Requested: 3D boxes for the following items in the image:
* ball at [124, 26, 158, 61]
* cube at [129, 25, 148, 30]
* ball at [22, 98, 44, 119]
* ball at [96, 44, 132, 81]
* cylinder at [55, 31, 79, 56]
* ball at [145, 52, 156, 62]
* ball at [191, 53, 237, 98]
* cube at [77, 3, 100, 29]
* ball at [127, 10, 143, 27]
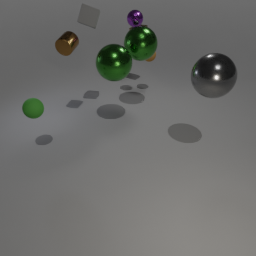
[{"bbox_3d":[0.527,-3.503,11.620,1.400,1.400,1.400,0,31,0],"label":"ball"},{"bbox_3d":[0.574,-4.936,14.604,0.700,0.700,0.700,20,46,33],"label":"cube"},{"bbox_3d":[-3.191,-0.662,9.432,0.700,0.700,0.700,0,31,0],"label":"ball"},{"bbox_3d":[-0.533,-2.484,10.683,1.400,1.400,1.400,0,31,0],"label":"ball"},{"bbox_3d":[-2.337,-3.250,10.769,0.700,0.700,0.700,9,45,14],"label":"cylinder"},{"bbox_3d":[1.054,-3.664,13.968,0.700,0.700,0.700,0,31,0],"label":"ball"},{"bbox_3d":[2.680,-1.632,8.778,1.400,1.400,1.400,0,31,0],"label":"ball"},{"bbox_3d":[-1.520,-4.350,10.919,0.700,0.700,0.700,18,15,-8],"label":"cube"},{"bbox_3d":[0.303,-4.684,11.985,0.700,0.700,0.700,0,31,0],"label":"ball"}]
